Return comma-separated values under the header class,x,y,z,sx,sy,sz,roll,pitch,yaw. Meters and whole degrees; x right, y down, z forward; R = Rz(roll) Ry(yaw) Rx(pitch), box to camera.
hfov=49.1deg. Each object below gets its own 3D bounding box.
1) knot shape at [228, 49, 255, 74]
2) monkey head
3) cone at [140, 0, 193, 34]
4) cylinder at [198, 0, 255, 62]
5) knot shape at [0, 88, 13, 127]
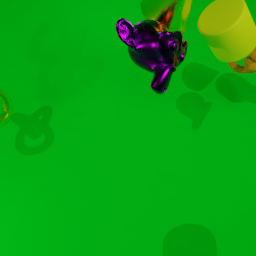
class,x,y,z,sx,sy,sz,roll,pitch,yaw
knot shape,3.199,-1.539,6.930,1.268,1.186,0.586,32,99,47
monkey head,0.440,-1.299,5.178,1.057,1.753,1.261,18,88,30
cone,0.998,-2.627,5.404,1.168,1.172,1.168,7,70,-19
cylinder,2.082,-2.026,5.807,0.958,0.958,0.958,-20,54,31
knot shape,-3.845,-0.416,6.852,1.602,0.791,1.712,26,50,-9
